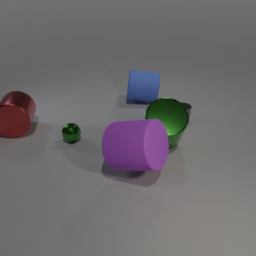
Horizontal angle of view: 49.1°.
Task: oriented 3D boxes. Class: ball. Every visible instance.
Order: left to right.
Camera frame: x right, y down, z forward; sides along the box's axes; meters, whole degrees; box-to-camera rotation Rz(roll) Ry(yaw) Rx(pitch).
[{"bbox_3d":[-2.078,0.161,10.273,0.700,0.700,0.700,0,29,0],"label":"ball"}]

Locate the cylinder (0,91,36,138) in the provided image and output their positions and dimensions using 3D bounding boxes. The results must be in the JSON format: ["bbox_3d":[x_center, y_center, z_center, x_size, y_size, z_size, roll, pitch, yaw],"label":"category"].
[{"bbox_3d":[-4.391,-0.547,10.852,1.400,1.400,1.400,-3,29,-6],"label":"cylinder"}]

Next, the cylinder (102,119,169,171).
[{"bbox_3d":[0.224,0.482,7.860,1.400,1.400,1.400,-3,23,33],"label":"cylinder"}]

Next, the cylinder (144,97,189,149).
[{"bbox_3d":[1.235,-0.105,9.548,1.400,1.400,1.400,0,66,-1],"label":"cylinder"}]

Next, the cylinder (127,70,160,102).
[{"bbox_3d":[0.713,-1.991,13.337,1.400,1.400,1.400,7,29,-3],"label":"cylinder"}]

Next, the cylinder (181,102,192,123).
[{"bbox_3d":[2.267,-0.628,11.717,0.700,0.700,0.700,3,27,-1],"label":"cylinder"}]
